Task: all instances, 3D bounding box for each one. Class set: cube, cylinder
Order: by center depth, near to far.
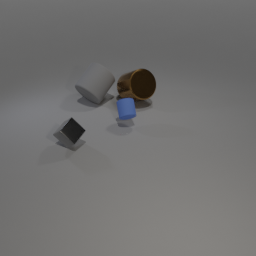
[{"bbox_3d":[-2.071,0.165,9.879,0.700,0.700,0.700,-20,30,53],"label":"cube"},{"bbox_3d":[-0.063,-0.757,11.205,0.700,0.700,0.700,-10,-12,-2],"label":"cylinder"},{"bbox_3d":[0.381,-1.982,13.122,1.400,1.400,1.400,-15,9,-25],"label":"cylinder"},{"bbox_3d":[-1.539,-2.097,13.174,1.400,1.400,1.400,23,73,36],"label":"cylinder"}]
